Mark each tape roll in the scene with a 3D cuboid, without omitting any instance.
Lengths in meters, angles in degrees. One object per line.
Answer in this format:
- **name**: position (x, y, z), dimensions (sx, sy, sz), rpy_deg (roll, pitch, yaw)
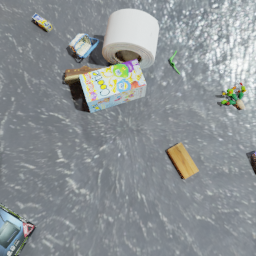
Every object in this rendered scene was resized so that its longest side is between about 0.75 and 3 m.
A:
- **tape roll**: position (0.110, -3.428, 11.110), dimensions (2.113, 2.113, 1.451), rpy_deg (9, 75, 2)

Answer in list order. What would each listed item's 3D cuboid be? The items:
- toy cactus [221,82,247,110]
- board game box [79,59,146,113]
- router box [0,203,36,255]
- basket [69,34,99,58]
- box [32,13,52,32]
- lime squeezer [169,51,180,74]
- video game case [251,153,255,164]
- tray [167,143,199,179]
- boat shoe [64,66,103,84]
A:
- **toy cactus**: position (4.411, -1.218, 11.367), dimensions (1.236, 0.632, 1.020), rpy_deg (-35, 87, -18)
- **board game box**: position (-0.586, -1.649, 11.084), dimensions (2.329, 1.221, 1.199), rpy_deg (-17, 75, -6)
- **router box**: position (-4.589, 4.027, 9.845), dimensions (1.675, 0.695, 2.236), rpy_deg (28, 77, 7)
- **basket**: position (-1.833, -3.452, 11.745), dimensions (1.111, 0.773, 0.979), rpy_deg (32, 76, 39)
- **box**: position (-3.792, -4.649, 12.358), dimensions (0.917, 0.321, 0.295), rpy_deg (37, 78, 9)
- **lime squeezer**: position (1.968, -2.797, 11.969), dimensions (0.391, 0.209, 1.108), rpy_deg (4, 71, -31)
- **video game case**: position (5.864, 1.420, 10.696), dimensions (1.716, 0.390, 1.555), rpy_deg (-19, 76, -5)
- **tray**: position (2.117, 1.264, 10.827), dimensions (0.633, 0.238, 1.283), rpy_deg (-29, 76, -8)
- **boat shoe**: position (-1.736, -2.293, 11.555), dimensions (1.830, 0.659, 0.618), rpy_deg (-10, 77, 0)
